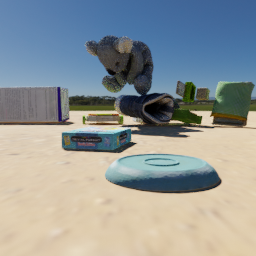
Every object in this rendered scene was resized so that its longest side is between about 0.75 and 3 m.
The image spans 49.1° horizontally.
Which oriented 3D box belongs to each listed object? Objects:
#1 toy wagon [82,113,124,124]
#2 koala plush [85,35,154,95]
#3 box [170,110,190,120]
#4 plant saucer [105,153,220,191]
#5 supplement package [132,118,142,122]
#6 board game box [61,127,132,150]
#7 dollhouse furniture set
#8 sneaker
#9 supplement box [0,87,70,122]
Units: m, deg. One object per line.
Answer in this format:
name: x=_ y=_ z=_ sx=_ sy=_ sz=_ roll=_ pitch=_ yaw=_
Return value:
toy wagon: x=-1.020 y=-0.379 z=10.935 sx=1.524 sy=0.389 sz=1.964 roll=0 pitch=4 yaw=-10
koala plush: x=-0.312 y=-2.472 z=9.786 sx=1.990 sy=2.062 sz=2.244 roll=8 pitch=-9 yaw=34
box: x=1.876 y=-0.688 z=14.476 sx=2.054 sy=0.507 sz=1.640 roll=4 pitch=7 yaw=42
plant saucer: x=0.305 y=0.367 z=2.587 sx=1.037 sy=0.142 sz=1.037 roll=1 pitch=5 yaw=0
supplement package: x=0.739 y=-0.791 z=12.438 sx=0.994 sy=0.991 sz=1.695 roll=-1 pitch=4 yaw=-5
board game box: x=-0.474 y=0.147 z=4.699 sx=0.838 sy=0.261 sz=1.110 roll=1 pitch=4 yaw=14
dollhouse furniture set: x=2.713 y=-0.906 z=9.244 sx=2.345 sy=1.537 sz=1.177 roll=6 pitch=-6 yaw=41
sneaker: x=1.275 y=-0.671 z=10.141 sx=2.910 sy=1.106 sz=2.102 roll=-1 pitch=6 yaw=-35
supplement box: x=-4.098 y=-0.990 z=11.924 sx=2.899 sy=1.498 sz=1.467 roll=-2 pitch=5 yaw=0
